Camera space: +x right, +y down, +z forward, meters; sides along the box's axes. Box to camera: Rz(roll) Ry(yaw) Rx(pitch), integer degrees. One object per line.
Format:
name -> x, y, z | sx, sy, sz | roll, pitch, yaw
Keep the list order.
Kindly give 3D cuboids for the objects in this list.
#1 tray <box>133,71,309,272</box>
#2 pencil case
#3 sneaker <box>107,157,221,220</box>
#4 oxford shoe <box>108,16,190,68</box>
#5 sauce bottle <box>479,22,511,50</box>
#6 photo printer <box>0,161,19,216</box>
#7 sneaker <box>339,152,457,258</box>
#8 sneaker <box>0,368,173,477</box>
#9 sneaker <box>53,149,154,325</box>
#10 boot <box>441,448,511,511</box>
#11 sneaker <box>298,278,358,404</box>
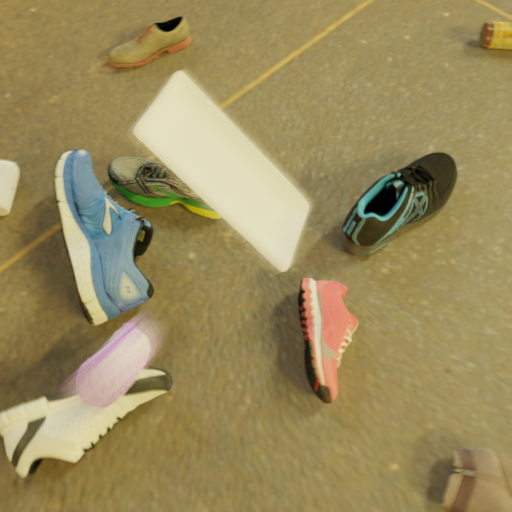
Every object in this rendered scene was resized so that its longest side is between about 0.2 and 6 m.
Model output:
tray -> -0.390, -1.061, 7.472 | 2.701, 0.300, 1.450 | 43, 45, -23
pencil case -> -1.608, 1.227, 6.459 | 0.564, 1.345, 0.575 | 6, 100, 0
sneaker -> -1.664, -1.599, 11.186 | 2.711, 1.155, 1.058 | 10, 61, 6
oxford shoe -> -2.606, -5.179, 13.383 | 2.107, 0.788, 0.742 | -29, 65, -15
sauce bottle -> 6.454, -5.316, 13.564 | 1.926, 0.636, 0.636 | 2, 61, 2
photo printer -> -5.480, -1.424, 11.495 | 1.036, 0.432, 1.245 | -1, 60, 1
sneaker -> 2.944, -1.172, 10.888 | 3.071, 1.258, 1.124 | -39, 68, -20
sneaker -> -2.654, 2.623, 9.042 | 2.843, 1.048, 1.137 | -20, 74, -5
sneaker -> -2.844, -0.489, 10.620 | 1.602, 1.411, 3.593 | -14, 68, -19
boot -> 3.522, 3.904, 8.485 | 1.367, 0.657, 1.869 | 10, 60, 13
sneaker -> 1.318, 1.377, 9.706 | 0.993, 0.844, 2.289 | -3, 61, -3
